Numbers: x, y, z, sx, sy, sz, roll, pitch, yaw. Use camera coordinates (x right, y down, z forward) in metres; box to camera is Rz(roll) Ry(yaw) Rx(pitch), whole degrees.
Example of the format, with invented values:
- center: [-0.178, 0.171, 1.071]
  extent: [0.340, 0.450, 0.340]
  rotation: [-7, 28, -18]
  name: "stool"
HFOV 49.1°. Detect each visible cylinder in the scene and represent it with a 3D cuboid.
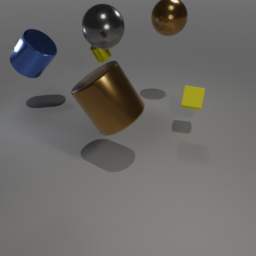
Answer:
- center: [-1.169, -3.298, 12.050]
  extent: [0.700, 0.700, 0.700]
  rotation: [-19, 42, 18]
  name: "cylinder"
- center: [-0.501, -0.763, 7.211]
  extent: [1.400, 1.400, 1.400]
  rotation: [-29, 23, 14]
  name: "cylinder"
- center: [-3.805, -2.974, 11.276]
  extent: [1.400, 1.400, 1.400]
  rotation: [30, 40, -28]
  name: "cylinder"

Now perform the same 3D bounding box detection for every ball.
- center: [1.595, -4.288, 10.834]
  extent: [1.400, 1.400, 1.400]
  rotation: [0, 29, 0]
  name: "ball"
- center: [-0.807, -3.295, 9.148]
  extent: [1.400, 1.400, 1.400]
  rotation: [0, 29, 0]
  name: "ball"

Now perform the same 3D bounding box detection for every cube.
- center: [2.301, -1.053, 9.939]
  extent: [0.700, 0.700, 0.700]
  rotation: [11, -1, 12]
  name: "cube"
